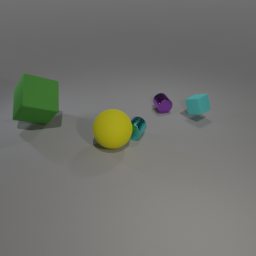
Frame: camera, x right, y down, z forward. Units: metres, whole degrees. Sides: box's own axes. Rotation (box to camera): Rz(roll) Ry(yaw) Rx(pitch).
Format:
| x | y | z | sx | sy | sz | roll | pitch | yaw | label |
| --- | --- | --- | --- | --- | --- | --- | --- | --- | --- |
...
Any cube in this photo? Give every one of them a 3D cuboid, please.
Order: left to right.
| x | y | z | sx | sy | sz | roll | pitch | yaw | label |
| --- | --- | --- | --- | --- | --- | --- | --- | --- | --- |
| -3.670 | -1.101 | 11.147 | 1.400 | 1.400 | 1.400 | 9 | 64 | -33 | cube |
| 2.986 | -1.011 | 11.945 | 0.700 | 0.700 | 0.700 | -26 | 18 | -33 | cube |

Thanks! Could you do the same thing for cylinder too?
| x | y | z | sx | sy | sz | roll | pitch | yaw | label |
| --- | --- | --- | --- | --- | --- | --- | --- | --- | --- |
| 0.283 | 0.006 | 10.833 | 0.700 | 0.700 | 0.700 | 12 | 31 | 20 | cylinder |
| 1.577 | -1.136 | 12.780 | 0.700 | 0.700 | 0.700 | -8 | 36 | -14 | cylinder |

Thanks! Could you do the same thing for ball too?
| x | y | z | sx | sy | sz | roll | pitch | yaw | label |
| --- | --- | --- | --- | --- | --- | --- | --- | --- | --- |
| -0.546 | 0.030 | 9.950 | 1.400 | 1.400 | 1.400 | 0 | 30 | 0 | ball |
